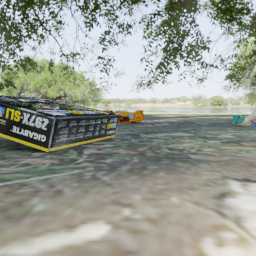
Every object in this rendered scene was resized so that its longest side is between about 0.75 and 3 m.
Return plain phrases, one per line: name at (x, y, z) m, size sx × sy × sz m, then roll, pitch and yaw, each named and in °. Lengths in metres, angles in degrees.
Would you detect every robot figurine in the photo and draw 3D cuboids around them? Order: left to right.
robot figurine at (-0.407, -0.631, 15.149) m, size 2.497 × 0.727 × 1.810 m, roll 1°, pitch 2°, yaw 10°

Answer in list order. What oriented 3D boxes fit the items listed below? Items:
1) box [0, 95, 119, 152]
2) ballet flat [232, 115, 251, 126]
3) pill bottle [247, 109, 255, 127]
box at (-1.714, -0.207, 6.112) m, size 2.156 × 0.666 × 2.700 m, roll 16°, pitch 9°, yaw 19°
ballet flat at (5.150, -0.275, 12.730) m, size 0.474 × 0.513 × 1.521 m, roll 28°, pitch 8°, yaw 0°
pill bottle at (3.022, -0.079, 5.958) m, size 0.838 × 0.470 × 0.470 m, roll 42°, pitch 13°, yaw 9°
